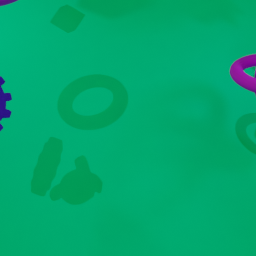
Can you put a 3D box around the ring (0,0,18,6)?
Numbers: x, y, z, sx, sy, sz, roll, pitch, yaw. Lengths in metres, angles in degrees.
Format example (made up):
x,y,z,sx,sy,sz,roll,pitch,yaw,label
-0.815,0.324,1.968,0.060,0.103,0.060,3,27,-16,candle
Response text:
x,y,z,sx,sy,sz,roll,pitch,yaw,label
-2.405,-3.079,5.403,2.088,2.088,0.418,-31,93,-9,ring

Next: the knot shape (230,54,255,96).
x,y,z,sx,sy,sz,roll,pitch,yaw,label
3.368,-1.209,6.479,1.745,0.862,1.864,44,70,-13,knot shape

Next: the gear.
x,y,z,sx,sy,sz,roll,pitch,yaw,label
-3.187,-0.537,5.726,0.292,1.579,1.579,-1,68,37,gear
